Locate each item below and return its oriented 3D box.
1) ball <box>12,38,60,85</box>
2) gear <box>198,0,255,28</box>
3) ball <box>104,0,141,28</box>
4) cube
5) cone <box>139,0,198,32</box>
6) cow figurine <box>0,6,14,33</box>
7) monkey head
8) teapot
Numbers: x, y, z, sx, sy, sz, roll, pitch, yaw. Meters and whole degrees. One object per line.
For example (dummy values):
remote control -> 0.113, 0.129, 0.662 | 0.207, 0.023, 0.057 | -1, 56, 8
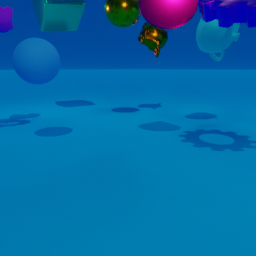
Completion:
ball -> -1.944, -1.416, 5.974 | 0.970, 0.970, 0.970 | 0, 13, 0
gear -> 2.014, -2.163, 4.478 | 1.709, 0.316, 1.709 | -12, 41, 11
ball -> -0.152, -3.508, 8.235 | 1.092, 1.092, 1.092 | 0, 13, 0
cube -> -2.428, -4.311, 9.670 | 1.346, 1.346, 1.346 | -12, -17, -28
cone -> 0.889, -2.432, 6.199 | 1.188, 1.188, 1.192 | 2, -10, 8
cow figurine -> -3.549, -2.723, 6.941 | 1.401, 0.769, 1.378 | 18, 41, -37
monkey head -> 0.956, -3.247, 9.562 | 0.999, 1.658, 1.193 | 21, -29, -8
teapot -> 2.471, -2.624, 7.429 | 1.001, 2.044, 1.271 | 32, 63, 27
